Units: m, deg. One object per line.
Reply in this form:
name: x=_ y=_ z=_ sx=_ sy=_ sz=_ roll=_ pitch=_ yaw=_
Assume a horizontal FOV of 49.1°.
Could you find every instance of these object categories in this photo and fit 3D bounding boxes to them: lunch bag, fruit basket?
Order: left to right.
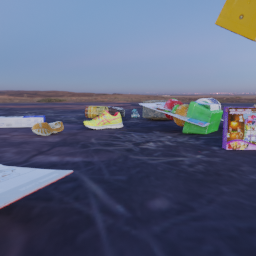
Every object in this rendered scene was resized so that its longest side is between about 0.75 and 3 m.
lunch bag: x=1.425 y=-0.754 z=12.048 sx=1.184 sy=0.849 sz=1.444 roll=1 pitch=-3 yaw=25
fruit basket: x=1.628 y=-0.517 z=8.166 sx=2.024 sy=0.949 sz=1.875 roll=28 pitch=20 yaw=30

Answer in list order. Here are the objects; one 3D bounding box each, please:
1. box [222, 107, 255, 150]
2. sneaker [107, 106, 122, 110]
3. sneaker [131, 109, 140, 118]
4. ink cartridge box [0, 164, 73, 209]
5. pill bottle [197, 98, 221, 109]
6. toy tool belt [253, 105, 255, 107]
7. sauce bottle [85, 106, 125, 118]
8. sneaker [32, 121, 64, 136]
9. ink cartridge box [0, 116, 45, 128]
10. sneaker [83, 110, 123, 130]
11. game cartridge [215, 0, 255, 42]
box: x=2.437 y=0.003 z=5.370 sx=1.186 sy=0.811 sz=0.232 roll=0 pitch=6 yaw=-3
sneaker: x=-0.859 y=-0.959 z=15.418 sx=1.243 sy=0.467 sz=0.715 roll=4 pitch=4 yaw=4
sneaker: x=0.372 y=-0.732 z=13.706 sx=0.365 sy=0.406 sz=0.940 roll=1 pitch=6 yaw=8
ink cartridge box: x=-1.499 y=0.610 z=1.856 sx=1.595 sy=0.400 sz=1.838 roll=3 pitch=7 yaw=19
pill bottle: x=3.772 y=-0.936 z=13.165 sx=0.929 sy=0.929 sz=1.675 roll=5 pitch=8 yaw=35
toy tool belt: x=4.989 y=-0.535 z=10.671 sx=0.701 sy=0.690 sz=1.122 roll=0 pitch=6 yaw=2
sauce bottle: x=-1.028 y=-0.697 z=12.527 sx=1.754 sy=0.579 sz=0.579 roll=0 pitch=6 yaw=5
sneaker: x=-2.183 y=0.048 z=7.455 sx=0.422 sy=0.364 sz=0.963 roll=-15 pitch=-6 yaw=35
ink cartridge box: x=-3.611 y=-0.219 z=9.465 sx=1.520 sy=0.336 sz=0.714 roll=-1 pitch=8 yaw=-12
sneaker: x=-0.787 y=-0.259 z=8.728 sx=1.295 sy=0.585 sz=0.506 roll=-5 pitch=9 yaw=-25
game cartridge: x=4.850 y=-4.906 z=11.033 sx=0.393 sy=2.424 sz=2.137 roll=2 pitch=33 yaw=-41
